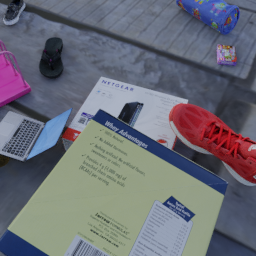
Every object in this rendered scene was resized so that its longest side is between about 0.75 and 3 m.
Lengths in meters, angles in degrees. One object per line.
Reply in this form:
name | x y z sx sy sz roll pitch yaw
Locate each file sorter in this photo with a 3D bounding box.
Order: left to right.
file sorter | -4.785 -2.109 8.678 1.985 1.791 2.856 -34 62 -22

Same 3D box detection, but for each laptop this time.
laptop | -2.592 -0.030 7.389 1.737 1.006 1.626 20 37 -8

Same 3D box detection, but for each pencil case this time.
pencil case | 3.219 -4.919 11.331 1.213 1.090 2.793 -40 62 -4

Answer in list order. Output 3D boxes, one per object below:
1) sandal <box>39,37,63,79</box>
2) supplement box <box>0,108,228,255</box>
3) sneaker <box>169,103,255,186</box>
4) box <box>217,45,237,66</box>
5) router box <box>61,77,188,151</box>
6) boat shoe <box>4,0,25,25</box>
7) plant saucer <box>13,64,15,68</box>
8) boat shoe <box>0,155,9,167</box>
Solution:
sandal | -2.743 -2.614 9.941 0.830 0.528 2.208 -6 53 -5
supplement box | -0.188 1.793 5.312 2.905 1.950 2.902 30 57 5
sneaker | 2.358 0.238 6.370 2.889 1.669 1.132 33 77 -1
box | 3.587 -2.661 10.194 0.642 0.184 0.939 7 53 5
router box | -0.001 -0.079 7.898 2.812 0.687 2.524 16 54 12
boat shoe | -4.792 -4.993 11.741 0.593 0.561 1.695 9 53 7
plant saucer | -4.490 -1.951 9.701 1.144 0.109 0.400 -14 56 -9
boat shoe | -4.314 0.807 7.214 2.325 0.851 0.753 -8 47 -18
